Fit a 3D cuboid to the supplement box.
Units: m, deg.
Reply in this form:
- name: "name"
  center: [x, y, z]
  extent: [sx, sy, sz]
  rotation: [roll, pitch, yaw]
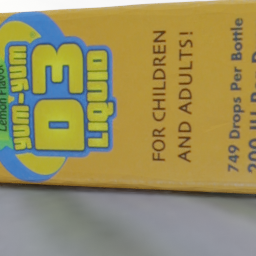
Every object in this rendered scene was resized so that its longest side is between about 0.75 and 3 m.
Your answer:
- name: "supplement box"
  center: [-0.005, -0.094, 1.077]
  extent: [1.745, 0.581, 0.600]
  rotation: [0, 4, 10]
